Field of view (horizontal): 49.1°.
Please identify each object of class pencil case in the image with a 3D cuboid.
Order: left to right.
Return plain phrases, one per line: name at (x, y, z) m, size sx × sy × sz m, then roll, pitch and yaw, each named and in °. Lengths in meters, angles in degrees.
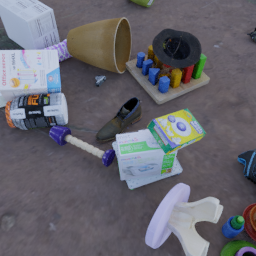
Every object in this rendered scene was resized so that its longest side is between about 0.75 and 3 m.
pencil case at (-3.707, -3.588, 13.520) m, size 2.212 × 0.928 × 0.946 m, roll -27°, pitch 74°, yaw -19°

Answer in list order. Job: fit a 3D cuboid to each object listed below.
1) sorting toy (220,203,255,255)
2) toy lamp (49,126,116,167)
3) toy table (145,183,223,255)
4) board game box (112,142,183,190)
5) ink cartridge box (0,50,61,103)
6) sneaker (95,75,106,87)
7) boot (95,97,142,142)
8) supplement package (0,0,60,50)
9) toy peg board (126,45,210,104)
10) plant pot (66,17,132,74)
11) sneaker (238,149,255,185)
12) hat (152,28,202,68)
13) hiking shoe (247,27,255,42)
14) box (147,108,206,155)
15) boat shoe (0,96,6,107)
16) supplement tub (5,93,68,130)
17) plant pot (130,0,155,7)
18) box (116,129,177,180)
sorting toy at (3.684, 3.212, 8.205) m, size 1.664 × 1.136 × 2.769 m, roll 29°, pitch 58°, yaw 20°
toy lamp at (-1.770, 0.611, 10.453) m, size 2.620 × 0.763 × 0.763 m, roll 23°, pitch 56°, yaw 18°
toy table at (1.725, 2.734, 8.099) m, size 1.418 × 2.226 × 2.422 m, roll 19°, pitch 43°, yaw 29°
board game box at (0.668, 1.113, 10.364) m, size 2.027 × 0.262 × 2.027 m, roll -16°, pitch 55°, yaw -12°
ink cartridge box at (-4.112, -2.060, 11.371) m, size 2.597 × 1.626 × 1.669 m, roll -5°, pitch 79°, yaw -15°
sneaker at (-1.397, -2.187, 12.902) m, size 0.455 × 0.295 × 0.787 m, roll 21°, pitch 45°, yaw 21°
boot at (-0.379, -0.384, 10.975) m, size 2.269 × 1.100 × 0.847 m, roll -36°, pitch 61°, yaw -24°
supplement package at (-4.946, -5.173, 14.000) m, size 2.688 × 2.093 × 1.490 m, roll 37°, pitch 61°, yaw 25°
toy peg board at (1.826, -2.944, 12.690) m, size 2.873 × 1.411 × 2.885 m, roll -24°, pitch 56°, yaw -20°
plant pot at (-1.409, -3.899, 13.024) m, size 2.611 × 2.433 × 2.433 m, roll 10°, pitch 53°, yaw 16°
sneaker at (4.522, 1.730, 9.698) m, size 0.888 × 0.793 × 2.167 m, roll -15°, pitch 47°, yaw 9°
hat at (2.043, -3.261, 12.172) m, size 2.138 × 0.863 × 2.138 m, roll 2°, pitch 67°, yaw -5°
hiking shoe at (7.242, -5.198, 14.924) m, size 1.763 × 0.668 × 0.887 m, roll -27°, pitch 61°, yaw -18°
box at (1.622, 0.041, 8.743) m, size 1.858 × 0.449 × 1.090 m, roll -18°, pitch 65°, yaw -38°
boat shoe at (-5.180, -1.611, 12.317) m, size 2.327 × 0.847 × 0.719 m, roll -41°, pitch 18°, yaw -19°
supplement tub at (-3.545, -0.645, 11.037) m, size 2.169 × 1.329 × 1.329 m, roll -7°, pitch 53°, yaw -5°
plant pot at (0.799, -8.034, 16.744) m, size 1.633 × 1.528 × 1.528 m, roll 44°, pitch 63°, yaw 9°
box at (0.585, 0.861, 9.362) m, size 1.861 × 1.642 × 0.900 m, roll -7°, pitch 53°, yaw -6°
